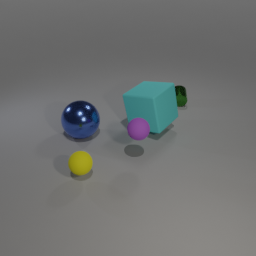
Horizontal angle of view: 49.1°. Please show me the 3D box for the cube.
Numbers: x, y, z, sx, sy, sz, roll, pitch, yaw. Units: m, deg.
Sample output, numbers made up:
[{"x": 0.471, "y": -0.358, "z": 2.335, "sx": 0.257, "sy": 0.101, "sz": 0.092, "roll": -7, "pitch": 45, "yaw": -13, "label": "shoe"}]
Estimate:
[{"x": 0.862, "y": -0.815, "z": 10.391, "sx": 1.400, "sy": 1.400, "sz": 1.400, "roll": 11, "pitch": 35, "yaw": 38, "label": "cube"}]

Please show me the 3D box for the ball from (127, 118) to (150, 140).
[{"x": 0.322, "y": 0.032, "z": 8.585, "sx": 0.700, "sy": 0.700, "sz": 0.700, "roll": 0, "pitch": 29, "yaw": 0, "label": "ball"}]

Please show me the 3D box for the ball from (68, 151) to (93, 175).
[{"x": -1.373, "y": 1.012, "z": 8.089, "sx": 0.700, "sy": 0.700, "sz": 0.700, "roll": 0, "pitch": 29, "yaw": 0, "label": "ball"}]

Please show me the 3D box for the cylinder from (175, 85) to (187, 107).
[{"x": 2.323, "y": -1.454, "z": 12.728, "sx": 0.700, "sy": 0.700, "sz": 0.700, "roll": 2, "pitch": 47, "yaw": 4, "label": "cylinder"}]

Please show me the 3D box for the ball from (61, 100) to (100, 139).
[{"x": -1.720, "y": -0.302, "z": 10.178, "sx": 1.400, "sy": 1.400, "sz": 1.400, "roll": 0, "pitch": 29, "yaw": 0, "label": "ball"}]
